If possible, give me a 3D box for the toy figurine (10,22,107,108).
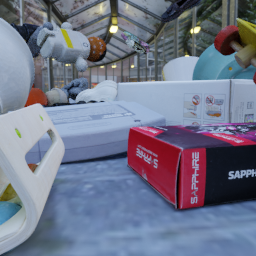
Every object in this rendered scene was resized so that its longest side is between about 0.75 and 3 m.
[{"bbox_3d":[-1.794,-1.310,7.149,2.649,2.608,1.843,19,18,41],"label":"toy figurine"}]

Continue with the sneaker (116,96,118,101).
[{"bbox_3d":[0.540,-0.900,11.080,1.974,0.742,1.135,21,15,29],"label":"sneaker"}]

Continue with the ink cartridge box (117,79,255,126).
[{"bbox_3d":[1.557,-0.372,5.809,2.450,1.170,2.790,-6,9,-37],"label":"ink cartridge box"}]

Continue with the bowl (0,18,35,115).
[{"bbox_3d":[-3.039,-0.672,5.067,2.810,2.810,1.263,-4,47,-28],"label":"bowl"}]

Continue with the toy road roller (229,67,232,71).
[{"bbox_3d":[4.057,-1.562,11.129,1.805,2.144,2.937,1,8,8],"label":"toy road roller"}]

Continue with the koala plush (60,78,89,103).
[{"bbox_3d":[-2.351,-1.566,14.170,1.461,1.589,1.409,-35,-8,11],"label":"koala plush"}]

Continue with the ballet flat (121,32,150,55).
[{"bbox_3d":[0.291,-3.234,10.840,1.331,0.474,0.460,21,-18,-30],"label":"ballet flat"}]

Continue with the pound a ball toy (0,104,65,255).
[{"bbox_3d":[-1.145,0.422,2.231,1.188,0.774,1.822,-26,10,-4],"label":"pound a ball toy"}]

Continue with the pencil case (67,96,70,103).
[{"bbox_3d":[-3.975,-1.329,14.510,1.971,0.767,0.882,2,35,15],"label":"pencil case"}]

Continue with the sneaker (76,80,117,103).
[{"bbox_3d":[-1.463,-1.018,11.942,1.005,1.182,2.672,19,-28,-34],"label":"sneaker"}]

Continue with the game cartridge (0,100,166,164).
[{"bbox_3d":[-0.758,0.000,4.529,2.501,0.506,1.668,-8,16,-21],"label":"game cartridge"}]

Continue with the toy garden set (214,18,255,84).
[{"bbox_3d":[2.516,-0.357,2.879,2.895,0.578,2.413,-4,46,-29],"label":"toy garden set"}]

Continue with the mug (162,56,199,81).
[{"bbox_3d":[2.359,-1.453,11.349,1.827,1.873,2.281,-3,-22,2],"label":"mug"}]

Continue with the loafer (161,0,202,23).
[{"bbox_3d":[1.812,-4.316,9.843,1.551,0.557,0.488,-28,-35,9],"label":"loafer"}]

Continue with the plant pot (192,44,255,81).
[{"bbox_3d":[3.161,-1.253,7.893,2.638,2.638,2.117,2,16,12],"label":"plant pot"}]

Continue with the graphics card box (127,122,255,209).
[{"bbox_3d":[1.252,0.286,3.187,2.251,0.572,1.412,-1,7,-16],"label":"graphics card box"}]
